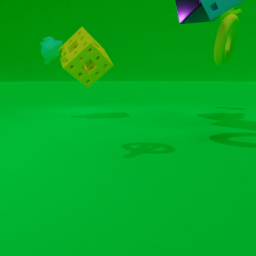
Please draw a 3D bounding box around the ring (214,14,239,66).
[{"bbox_3d":[3.133,-2.763,8.884,0.315,1.576,1.576,19,19,29],"label":"ring"}]

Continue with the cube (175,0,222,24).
[{"bbox_3d":[2.150,-3.833,8.029,1.190,1.190,1.190,-11,-2,-17],"label":"cube"}]

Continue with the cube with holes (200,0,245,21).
[{"bbox_3d":[2.384,-3.506,6.221,1.344,1.344,1.344,-38,12,-35],"label":"cube with holes"}]

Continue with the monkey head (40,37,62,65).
[{"bbox_3d":[-2.361,-2.491,8.869,0.763,0.639,1.061,-16,-13,-44],"label":"monkey head"}]

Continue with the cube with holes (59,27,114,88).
[{"bbox_3d":[-1.421,-2.312,9.260,1.163,1.163,1.163,38,18,-44],"label":"cube with holes"}]

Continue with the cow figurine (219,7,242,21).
[{"bbox_3d":[3.424,-4.390,10.482,1.246,1.266,0.695,-27,7,46],"label":"cow figurine"}]
